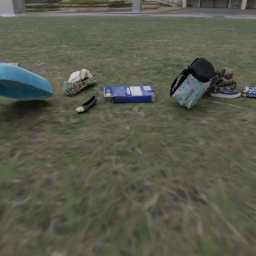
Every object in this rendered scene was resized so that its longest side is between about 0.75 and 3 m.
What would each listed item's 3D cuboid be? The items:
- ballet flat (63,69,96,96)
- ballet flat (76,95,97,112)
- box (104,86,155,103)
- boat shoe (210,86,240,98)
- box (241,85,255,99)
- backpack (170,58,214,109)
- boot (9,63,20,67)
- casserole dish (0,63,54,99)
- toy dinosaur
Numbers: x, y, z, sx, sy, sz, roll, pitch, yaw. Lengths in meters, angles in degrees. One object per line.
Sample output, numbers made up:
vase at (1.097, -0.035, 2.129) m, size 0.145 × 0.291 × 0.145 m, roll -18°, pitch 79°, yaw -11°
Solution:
ballet flat at (-1.797, -1.837, 10.707) m, size 0.666 × 0.740 × 1.964 m, roll 12°, pitch 29°, yaw 22°
ballet flat at (-1.357, -0.777, 9.091) m, size 0.358 × 0.306 × 1.076 m, roll 11°, pitch 29°, yaw 20°
box at (0.021, -1.208, 9.962) m, size 1.730 × 0.280 × 1.048 m, roll -1°, pitch 26°, yaw -4°
boat shoe at (3.512, -1.305, 10.056) m, size 1.058 × 0.375 × 0.381 m, roll 2°, pitch 27°, yaw 3°
box at (4.615, -1.297, 10.238) m, size 0.811 × 0.203 × 0.817 m, roll 13°, pitch 30°, yaw 24°
backpack at (2.006, -1.351, 8.843) m, size 0.942 × 1.489 × 1.242 m, roll 43°, pitch 43°, yaw 11°
boot at (-5.297, -2.289, 11.697) m, size 1.549 × 0.738 × 2.003 m, roll -13°, pitch 20°, yaw -22°
casserole dish at (-3.475, -1.375, 8.507) m, size 1.730 × 0.554 × 2.855 m, roll -2°, pitch -6°, yaw 15°
toy dinosaur at (3.040, -1.810, 10.245) m, size 2.817 × 1.084 × 1.441 m, roll -19°, pitch 30°, yaw -35°
